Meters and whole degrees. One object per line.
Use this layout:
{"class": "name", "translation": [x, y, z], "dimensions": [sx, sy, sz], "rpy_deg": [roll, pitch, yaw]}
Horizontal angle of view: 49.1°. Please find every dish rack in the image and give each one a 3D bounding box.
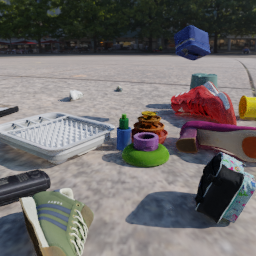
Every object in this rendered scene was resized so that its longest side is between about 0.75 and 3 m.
{"class": "dish rack", "translation": [-1.859, 0.210, 7.186], "dimensions": [2.584, 0.563, 2.217], "rpy_deg": [12, 20, 35]}

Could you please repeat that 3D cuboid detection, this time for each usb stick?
{"class": "usb stick", "translation": [-2.453, 1.131, 4.567], "dimensions": [2.307, 0.376, 0.640], "rpy_deg": [-12, 17, -33]}

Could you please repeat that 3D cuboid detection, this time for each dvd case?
{"class": "dvd case", "translation": [-5.906, -0.618, 10.317], "dimensions": [2.951, 0.259, 2.105], "rpy_deg": [6, 19, 20]}

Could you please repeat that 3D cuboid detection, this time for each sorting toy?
{"class": "sorting toy", "translation": [0.365, 0.106, 6.928], "dimensions": [1.312, 0.897, 2.184], "rpy_deg": [2, 18, 5]}

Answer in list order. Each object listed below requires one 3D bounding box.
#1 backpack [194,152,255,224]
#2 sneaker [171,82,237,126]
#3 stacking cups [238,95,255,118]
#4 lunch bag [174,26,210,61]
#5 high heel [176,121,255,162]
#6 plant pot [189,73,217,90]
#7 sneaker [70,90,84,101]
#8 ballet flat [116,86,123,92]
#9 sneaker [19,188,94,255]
{"class": "backpack", "translation": [1.503, 0.899, 4.436], "dimensions": [0.783, 0.923, 1.040], "rpy_deg": [25, 16, 5]}
{"class": "sneaker", "translation": [2.455, -0.597, 9.572], "dimensions": [1.710, 1.159, 2.960], "rpy_deg": [-19, 20, 7]}
{"class": "stacking cups", "translation": [5.311, -0.634, 9.664], "dimensions": [2.711, 0.820, 0.820], "rpy_deg": [5, 18, 4]}
{"class": "lunch bag", "translation": [1.978, -2.568, 8.691], "dimensions": [1.148, 0.760, 0.780], "rpy_deg": [5, -16, -37]}
{"class": "high heel", "translation": [2.500, 0.129, 6.790], "dimensions": [2.574, 0.868, 1.238], "rpy_deg": [4, 28, 24]}
{"class": "plant pot", "translation": [3.066, -1.516, 11.406], "dimensions": [1.358, 1.330, 1.358], "rpy_deg": [1, 18, 0]}
{"class": "sneaker", "translation": [-2.376, -1.528, 12.953], "dimensions": [0.535, 0.457, 1.228], "rpy_deg": [6, 18, 3]}
{"class": "ballet flat", "translation": [-0.455, -2.159, 15.211], "dimensions": [0.289, 0.289, 0.804], "rpy_deg": [-5, 18, -16]}
{"class": "sneaker", "translation": [-0.809, 1.270, 3.626], "dimensions": [0.852, 0.636, 1.898], "rpy_deg": [-15, 19, -26]}
